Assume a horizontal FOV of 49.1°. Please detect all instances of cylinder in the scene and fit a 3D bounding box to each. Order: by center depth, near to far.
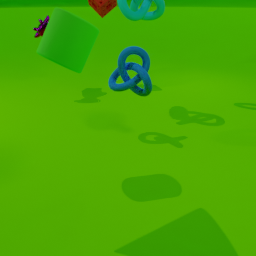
[{"bbox_3d":[-0.898,-1.300,4.215,0.719,0.719,0.719,25,8,-4],"label":"cylinder"}]

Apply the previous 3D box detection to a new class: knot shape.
[{"bbox_3d":[0.101,-1.275,6.216,1.115,1.043,0.515,17,15,22],"label":"knot shape"},{"bbox_3d":[0.424,-3.121,6.919,1.350,1.263,0.624,-40,63,3],"label":"knot shape"}]

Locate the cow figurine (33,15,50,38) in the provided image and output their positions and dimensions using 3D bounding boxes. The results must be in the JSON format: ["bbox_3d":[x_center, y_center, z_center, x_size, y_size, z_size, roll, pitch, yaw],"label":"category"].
[{"bbox_3d":[-2.433,-3.132,9.000,1.437,0.802,1.460,21,25,-47],"label":"cow figurine"}]

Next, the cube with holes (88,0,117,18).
[{"bbox_3d":[-0.874,-4.360,9.483,0.703,0.703,0.703,-43,-5,-6],"label":"cube with holes"}]
